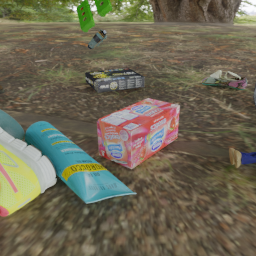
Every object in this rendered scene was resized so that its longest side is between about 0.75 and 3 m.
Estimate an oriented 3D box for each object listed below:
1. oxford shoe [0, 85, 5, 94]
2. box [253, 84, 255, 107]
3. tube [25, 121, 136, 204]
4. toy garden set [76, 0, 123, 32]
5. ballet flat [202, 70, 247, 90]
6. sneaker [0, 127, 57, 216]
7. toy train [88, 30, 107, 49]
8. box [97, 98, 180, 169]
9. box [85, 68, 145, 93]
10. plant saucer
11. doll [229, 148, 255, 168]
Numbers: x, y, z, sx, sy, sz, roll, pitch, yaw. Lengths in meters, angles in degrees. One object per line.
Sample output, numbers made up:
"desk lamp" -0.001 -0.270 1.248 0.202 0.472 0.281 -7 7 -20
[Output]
"oxford shoe" -5.310 -1.541 9.786 2.168 0.915 0.788 9 24 16
"box" 4.594 -1.044 8.965 0.938 0.661 1.268 8 26 17
"tube" -1.114 0.649 5.343 1.057 0.688 2.729 -4 23 -43
"toy garden set" -0.498 -4.093 8.101 0.479 2.400 2.001 28 38 -48
"ballet flat" 3.762 -1.920 10.936 1.730 0.616 0.598 15 31 30
"sneaker" -2.630 0.510 4.764 2.721 1.063 1.229 25 48 17
"toy train" -1.032 -2.904 9.223 0.832 0.355 0.474 -28 17 47
"box" 0.285 0.035 6.335 0.961 0.886 1.873 18 30 34
"box" -0.549 -1.920 11.107 1.956 0.480 1.576 -10 29 -21
"plant saucer" -3.092 -0.013 5.903 1.740 1.740 0.313 5 57 12
"doll" 2.919 0.513 5.486 1.650 0.400 1.126 -7 4 6
